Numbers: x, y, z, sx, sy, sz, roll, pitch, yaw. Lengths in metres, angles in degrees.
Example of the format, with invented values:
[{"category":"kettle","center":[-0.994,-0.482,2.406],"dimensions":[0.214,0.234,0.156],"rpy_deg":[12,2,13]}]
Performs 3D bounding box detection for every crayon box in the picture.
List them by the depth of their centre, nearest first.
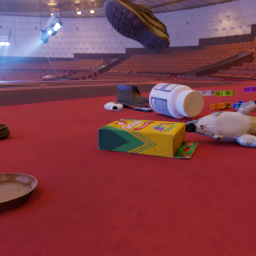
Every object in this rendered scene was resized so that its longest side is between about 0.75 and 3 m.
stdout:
[{"category":"crayon box","center":[0.554,0.209,6.995],"dimensions":[2.235,0.568,1.419],"rpy_deg":[5,13,20]}]

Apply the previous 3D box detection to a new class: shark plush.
[{"category":"shark plush","center":[2.420,0.134,7.529],"dimensions":[2.603,1.182,1.084],"rpy_deg":[-11,-12,1]}]

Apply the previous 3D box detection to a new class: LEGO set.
[{"category":"LEGO set","center":[4.922,-1.378,13.560],"dimensions":[2.769,1.056,1.136],"rpy_deg":[1,7,39]}]

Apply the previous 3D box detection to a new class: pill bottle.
[{"category":"pill bottle","center":[1.946,-1.096,11.347],"dimensions":[1.320,1.320,2.207],"rpy_deg":[-6,14,-25]}]

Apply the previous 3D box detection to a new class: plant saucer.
[{"category":"plant saucer","center":[-1.973,0.975,4.270],"dimensions":[1.139,0.196,1.139],"rpy_deg":[-1,12,0]}]

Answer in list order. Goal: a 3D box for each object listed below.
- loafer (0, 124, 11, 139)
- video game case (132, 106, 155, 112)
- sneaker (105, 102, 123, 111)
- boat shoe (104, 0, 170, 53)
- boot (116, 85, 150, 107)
[{"category":"loafer","center":[-4.392,-0.239,7.917],"dimensions":[2.204,0.782,0.805],"rpy_deg":[16,14,4]},{"category":"video game case","center":[0.956,-0.912,13.295],"dimensions":[1.122,0.143,1.014],"rpy_deg":[-11,16,-42]},{"category":"sneaker","center":[-0.733,-0.995,13.216],"dimensions":[0.943,0.367,0.468],"rpy_deg":[5,16,25]},{"category":"boat shoe","center":[0.307,-3.346,8.805],"dimensions":[0.959,0.943,2.574],"rpy_deg":[-20,-35,41]},{"category":"boot","center":[0.296,-1.637,13.793],"dimensions":[2.385,1.156,0.891],"rpy_deg":[1,9,39]}]
